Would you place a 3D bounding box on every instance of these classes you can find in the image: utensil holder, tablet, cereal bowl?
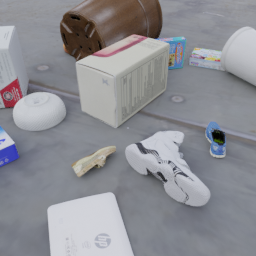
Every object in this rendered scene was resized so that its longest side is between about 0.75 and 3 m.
[{"bbox_3d":[4.407,-2.280,9.378,1.644,1.644,1.935,-20,43,-24],"label":"utensil holder"},{"bbox_3d":[-0.666,2.098,4.980,1.385,0.145,2.128,-10,40,-13],"label":"tablet"},{"bbox_3d":[-2.559,-0.593,8.026,1.477,0.615,1.477,0,38,0],"label":"cereal bowl"}]

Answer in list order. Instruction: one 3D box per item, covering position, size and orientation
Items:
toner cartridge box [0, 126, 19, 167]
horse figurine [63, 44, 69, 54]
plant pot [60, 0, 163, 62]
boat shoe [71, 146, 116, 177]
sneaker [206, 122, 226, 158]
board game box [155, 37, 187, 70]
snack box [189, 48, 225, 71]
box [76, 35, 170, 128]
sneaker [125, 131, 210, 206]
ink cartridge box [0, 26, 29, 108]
[{"bbox_3d":[-3.868,0.756,6.389,2.349,0.507,1.116,-29,46,-31],"label":"toner cartridge box"},{"bbox_3d":[-2.358,-3.597,12.010,1.080,0.407,1.630,-4,42,13],"label":"horse figurine"},{"bbox_3d":[-0.716,-3.767,10.518,2.969,2.969,2.939,25,52,29],"label":"plant pot"},{"bbox_3d":[-0.731,0.765,6.531,1.179,0.425,0.383,-24,80,-35],"label":"boat shoe"},{"bbox_3d":[2.278,0.187,7.105,0.471,0.535,1.199,2,37,2],"label":"sneaker"},{"bbox_3d":[1.337,-2.703,10.314,1.501,1.141,0.338,-8,39,-11],"label":"board game box"},{"bbox_3d":[3.181,-2.698,10.921,1.410,0.373,1.003,14,40,17],"label":"snack box"},{"bbox_3d":[-0.071,-1.492,8.326,1.424,1.671,2.614,26,45,29],"label":"box"},{"bbox_3d":[1.057,0.733,6.168,1.234,0.807,2.147,-33,45,-31],"label":"sneaker"},{"bbox_3d":[-4.621,-1.778,8.467,2.644,1.921,1.912,-8,40,-9],"label":"ink cartridge box"}]
